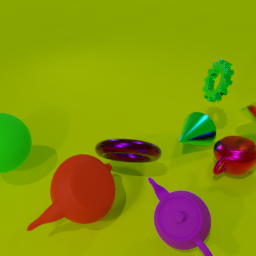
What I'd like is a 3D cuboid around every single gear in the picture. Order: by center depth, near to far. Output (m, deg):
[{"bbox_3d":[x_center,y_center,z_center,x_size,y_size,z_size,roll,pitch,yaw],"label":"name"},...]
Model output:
[{"bbox_3d":[2.241,-1.171,7.032,0.194,1.050,1.050,13,36,-14],"label":"gear"}]

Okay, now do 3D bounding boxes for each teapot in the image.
[{"bbox_3d":[0.891,1.541,4.905,1.017,0.801,1.636,-39,64,-1],"label":"teapot"},{"bbox_3d":[-0.971,1.228,5.362,2.092,1.024,1.301,-36,95,-47],"label":"teapot"},{"bbox_3d":[2.565,0.672,6.596,1.660,0.813,1.032,-21,33,-31],"label":"teapot"}]

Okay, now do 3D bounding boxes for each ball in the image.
[{"bbox_3d":[-2.734,0.318,5.975,1.292,1.292,1.292,0,38,0],"label":"ball"}]

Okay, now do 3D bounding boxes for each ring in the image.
[{"bbox_3d":[0.005,0.515,6.102,1.455,1.455,0.291,3,74,4],"label":"ring"}]

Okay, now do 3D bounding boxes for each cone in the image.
[{"bbox_3d":[3.488,-0.144,6.786,1.175,1.175,1.180,-20,83,-23],"label":"cone"},{"bbox_3d":[1.530,0.185,6.939,0.955,0.955,0.959,30,37,32],"label":"cone"}]
